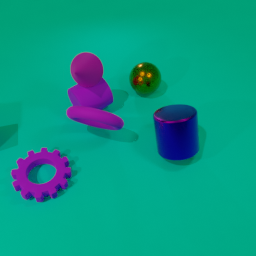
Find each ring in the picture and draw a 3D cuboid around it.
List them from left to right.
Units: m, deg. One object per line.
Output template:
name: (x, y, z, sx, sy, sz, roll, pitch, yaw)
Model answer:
ring: (-0.919, -0.264, 7.911, 1.649, 1.649, 0.330, 11, 82, 10)

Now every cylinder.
cylinder: (-1.211, -1.022, 9.064, 1.090, 1.090, 1.090, -33, 57, -20)
cylinder: (1.359, 0.100, 7.842, 1.200, 1.200, 1.200, -8, 25, 4)

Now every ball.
ball: (0.596, -1.717, 9.695, 1.116, 1.116, 1.116, 0, 49, 0)

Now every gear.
gear: (-2.335, 1.235, 7.608, 1.525, 0.282, 1.525, 3, 50, -3)

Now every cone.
cone: (-1.320, -1.604, 7.909, 1.033, 1.033, 1.037, 9, 17, 8)
